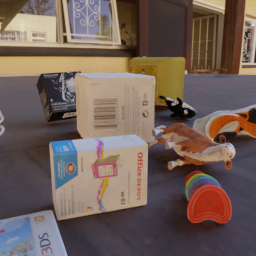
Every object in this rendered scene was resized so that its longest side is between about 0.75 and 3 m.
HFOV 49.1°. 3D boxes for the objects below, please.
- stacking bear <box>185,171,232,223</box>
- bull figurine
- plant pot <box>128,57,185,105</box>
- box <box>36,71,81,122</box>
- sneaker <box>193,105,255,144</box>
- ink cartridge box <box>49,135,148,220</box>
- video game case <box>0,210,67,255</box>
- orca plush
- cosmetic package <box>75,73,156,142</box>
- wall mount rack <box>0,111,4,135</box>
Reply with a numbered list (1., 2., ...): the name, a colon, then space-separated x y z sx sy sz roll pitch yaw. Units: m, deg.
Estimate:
1. stacking bear: 1.240 1.054 4.711 0.661 0.619 1.089 1 9 1
2. bull figurine: 1.433 0.423 6.772 1.423 0.763 2.343 -5 15 -18
3. plant pot: 1.179 -2.307 13.746 2.501 2.485 2.559 7 11 26
4. box: -2.510 -1.245 10.978 1.653 1.625 1.024 -12 -15 -31
5. sneaker: 3.342 -0.226 8.933 2.850 1.079 1.311 -5 11 -25
6. ink cartridge box: -0.465 0.766 4.668 1.533 1.108 0.649 -5 15 -20
7. video game case: -1.779 1.657 2.854 2.330 0.257 2.121 -6 15 -23
8. orca plush: 1.950 -0.809 11.819 0.697 1.032 1.962 -42 55 -10
9. cosmetic package: -0.496 -0.680 8.677 1.971 1.983 2.370 -4 15 -17
10. wall mount rack: -4.972 0.005 8.513 2.173 0.810 1.888 6 40 27
